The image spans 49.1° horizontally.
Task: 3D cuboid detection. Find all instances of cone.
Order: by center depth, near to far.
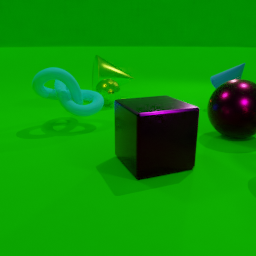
[{"bbox_3d":[3.394,-1.683,8.982,1.035,1.039,1.035,19,42,-19],"label":"cone"},{"bbox_3d":[-0.499,-2.015,11.240,1.664,1.658,1.658,1,17,-15],"label":"cone"}]

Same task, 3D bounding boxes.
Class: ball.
[{"bbox_3d":[2.545,-0.435,6.495,1.375,1.375,1.375,0,18,0],"label":"ball"},{"bbox_3d":[-0.694,-1.246,9.684,0.911,0.911,0.911,0,18,0],"label":"ball"}]

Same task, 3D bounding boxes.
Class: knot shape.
[{"bbox_3d":[-1.663,-0.956,7.393,1.728,0.853,1.847,32,-4,-41],"label":"knot shape"}]

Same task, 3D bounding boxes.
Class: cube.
[{"bbox_3d":[0.470,0.102,5.131,1.150,1.150,1.150,-7,20,-20],"label":"cube"}]
